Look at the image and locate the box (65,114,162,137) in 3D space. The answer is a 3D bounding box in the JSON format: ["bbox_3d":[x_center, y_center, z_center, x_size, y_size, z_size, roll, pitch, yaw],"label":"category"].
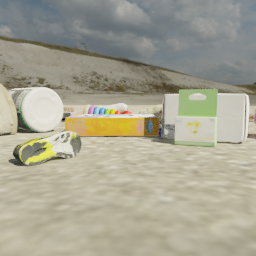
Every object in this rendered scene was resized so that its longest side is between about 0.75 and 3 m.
[{"bbox_3d":[-0.282,-0.124,8.670,2.989,0.620,1.779,-2,6,-1],"label":"box"}]

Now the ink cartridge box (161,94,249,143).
[{"bbox_3d":[2.392,-0.392,8.175,2.116,1.228,2.867,2,5,23],"label":"ink cartridge box"}]

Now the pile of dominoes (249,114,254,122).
[{"bbox_3d":[5.991,-0.516,14.024,1.361,0.278,1.746,5,7,40],"label":"pile of dominoes"}]

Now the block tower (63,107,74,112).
[{"bbox_3d":[-3.972,-0.911,16.291,0.600,0.642,2.222,2,5,22],"label":"block tower"}]

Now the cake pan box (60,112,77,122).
[{"bbox_3d":[-3.551,-0.549,13.573,1.741,0.455,1.603,5,10,42],"label":"cake pan box"}]

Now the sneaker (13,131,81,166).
[{"bbox_3d":[-1.406,0.310,4.960,0.555,0.488,1.311,5,8,39],"label":"sneaker"}]

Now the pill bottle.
[{"bbox_3d":[-3.503,-0.653,9.629,2.553,1.444,1.444,6,9,44],"label":"pill bottle"}]

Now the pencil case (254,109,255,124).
[{"bbox_3d":[4.265,-0.223,7.081,0.901,0.942,2.177,-10,9,-20],"label":"pencil case"}]

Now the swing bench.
[{"bbox_3d":[-4.952,-0.561,7.653,2.607,1.692,2.593,3,6,22],"label":"swing bench"}]

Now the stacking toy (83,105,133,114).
[{"bbox_3d":[-0.757,-0.468,11.170,1.962,0.838,0.838,4,7,11],"label":"stacking toy"}]

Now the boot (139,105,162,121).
[{"bbox_3d":[1.723,-0.734,12.386,1.646,0.767,2.128,-11,2,45],"label":"boot"}]

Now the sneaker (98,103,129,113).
[{"bbox_3d":[-1.051,-0.825,15.122,2.330,0.819,0.934,-5,9,31],"label":"sneaker"}]

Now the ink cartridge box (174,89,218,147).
[{"bbox_3d":[1.556,-0.243,6.415,0.934,1.284,0.308,3,6,25],"label":"ink cartridge box"}]
